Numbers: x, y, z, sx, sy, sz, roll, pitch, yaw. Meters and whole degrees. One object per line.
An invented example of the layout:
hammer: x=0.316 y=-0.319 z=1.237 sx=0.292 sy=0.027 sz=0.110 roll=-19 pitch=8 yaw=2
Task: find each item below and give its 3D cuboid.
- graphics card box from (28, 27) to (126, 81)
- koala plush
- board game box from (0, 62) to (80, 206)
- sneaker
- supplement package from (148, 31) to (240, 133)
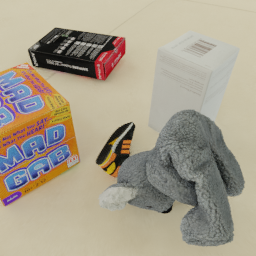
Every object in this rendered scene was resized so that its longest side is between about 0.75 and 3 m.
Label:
graphics card box: x=-1.775 y=-2.725 z=10.022 sx=2.988 sy=0.760 sz=1.875 roll=14 pitch=48 yaw=16
koala plush: x=0.686 y=0.892 z=5.429 sx=2.311 sy=2.124 sz=2.050 roll=-20 pitch=11 yaw=36
board game box: x=-2.488 y=0.073 z=6.243 sx=1.932 sy=1.931 sz=1.930 roll=-30 pitch=52 yaw=-27
sneaker: x=-0.167 y=0.521 z=6.855 sx=0.529 sy=0.680 sz=1.511 roll=-16 pitch=31 yaw=47
supplement package: x=1.533 y=-0.920 z=7.029 sx=1.403 sy=2.392 sz=1.398 roll=31 pitch=49 yaw=26
